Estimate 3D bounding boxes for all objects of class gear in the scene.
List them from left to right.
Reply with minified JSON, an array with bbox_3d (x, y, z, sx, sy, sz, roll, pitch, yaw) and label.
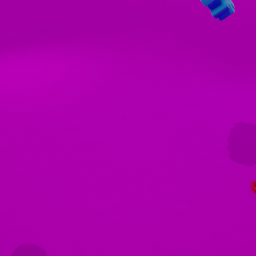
[{"bbox_3d":[1.877,-3.549,6.698,0.370,2.001,2.001,-28,16,34],"label":"gear"}]

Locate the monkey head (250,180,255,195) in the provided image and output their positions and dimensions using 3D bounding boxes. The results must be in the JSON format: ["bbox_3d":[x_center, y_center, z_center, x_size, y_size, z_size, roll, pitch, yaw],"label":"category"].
[{"bbox_3d":[2.255,0.659,3.834,0.981,0.821,1.363,10,11,10],"label":"monkey head"}]
